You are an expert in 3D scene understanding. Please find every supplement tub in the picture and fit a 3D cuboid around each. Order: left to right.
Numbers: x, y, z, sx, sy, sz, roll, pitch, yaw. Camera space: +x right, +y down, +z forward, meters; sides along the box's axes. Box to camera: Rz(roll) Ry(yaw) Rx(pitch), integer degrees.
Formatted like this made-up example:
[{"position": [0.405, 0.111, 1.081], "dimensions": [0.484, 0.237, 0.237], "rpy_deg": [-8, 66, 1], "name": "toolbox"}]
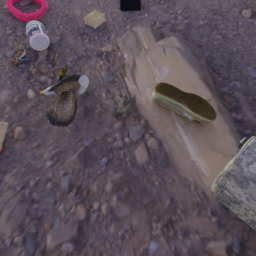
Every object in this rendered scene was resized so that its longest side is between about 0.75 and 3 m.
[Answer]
[{"position": [-4.054, -4.130, 12.519], "dimensions": [0.855, 0.855, 1.219], "rpy_deg": [-19, 56, -12], "name": "supplement tub"}]

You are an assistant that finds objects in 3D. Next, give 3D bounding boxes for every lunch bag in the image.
[{"position": [3.976, 1.651, 7.840], "dimensions": [1.831, 2.204, 2.628], "rpy_deg": [-38, 64, -23], "name": "lunch bag"}]

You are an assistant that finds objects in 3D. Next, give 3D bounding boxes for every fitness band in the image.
[{"position": [-5.114, -6.200, 14.224], "dimensions": [1.679, 0.437, 2.338], "rpy_deg": [-40, 64, -20], "name": "fitness band"}]

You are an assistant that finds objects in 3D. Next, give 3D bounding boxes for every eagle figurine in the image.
[{"position": [-2.331, -1.326, 10.179], "dimensions": [1.761, 1.770, 2.333], "rpy_deg": [-37, 38, 9], "name": "eagle figurine"}]

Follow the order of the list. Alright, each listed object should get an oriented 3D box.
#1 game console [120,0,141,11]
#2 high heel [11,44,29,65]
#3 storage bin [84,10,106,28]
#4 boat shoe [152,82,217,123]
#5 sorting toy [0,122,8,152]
[{"position": [0.113, -6.454, 14.555], "dimensions": [1.067, 0.621, 0.939], "rpy_deg": [-2, 26, -2], "name": "game console"}, {"position": [-4.838, -3.219, 12.200], "dimensions": [0.752, 0.376, 1.054], "rpy_deg": [-19, 67, -20], "name": "high heel"}, {"position": [-1.633, -5.343, 13.657], "dimensions": [0.768, 0.362, 0.773], "rpy_deg": [32, 62, 20], "name": "storage bin"}, {"position": [2.069, -0.830, 10.510], "dimensions": [2.503, 0.787, 0.913], "rpy_deg": [26, 53, 9], "name": "boat shoe"}, {"position": [-4.883, 0.406, 9.754], "dimensions": [1.225, 0.426, 1.217], "rpy_deg": [1, 57, 0], "name": "sorting toy"}]
